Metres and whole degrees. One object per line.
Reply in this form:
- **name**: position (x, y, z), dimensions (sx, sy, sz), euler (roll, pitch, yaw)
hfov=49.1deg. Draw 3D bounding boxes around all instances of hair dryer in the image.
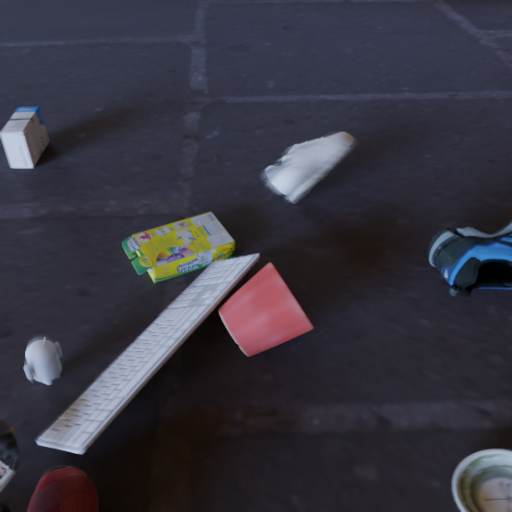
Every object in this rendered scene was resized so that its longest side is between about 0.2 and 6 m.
- **hair dryer**: position (-2.496, 2.981, 5.656), dimensions (2.575, 0.700, 1.961), euler (16, 54, 31)

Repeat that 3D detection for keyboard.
- **keyboard**: position (-1.274, 1.116, 7.542), dimensions (1.064, 0.202, 3.781), euler (-18, 23, 46)

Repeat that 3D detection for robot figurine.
- **robot figurine**: position (-2.780, 1.372, 7.331), dimensions (0.377, 0.667, 0.566), euler (14, 37, 25)

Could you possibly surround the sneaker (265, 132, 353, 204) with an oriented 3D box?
- **sneaker**: position (1.090, -1.920, 10.873), dimensions (0.839, 0.796, 2.084), euler (41, 58, 11)

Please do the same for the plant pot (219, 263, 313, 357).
- **plant pot**: position (0.097, 0.800, 7.723), dimensions (0.980, 1.108, 1.108), euler (-34, 45, 1)

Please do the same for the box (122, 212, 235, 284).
- **box**: position (-1.307, -0.129, 9.387), dimensions (1.682, 0.407, 0.987), euler (-17, 43, -23)

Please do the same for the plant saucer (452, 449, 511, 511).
- **plant saucer**: position (2.705, 2.630, 6.107), dimensions (1.066, 0.267, 1.066), euler (-9, 33, 6)

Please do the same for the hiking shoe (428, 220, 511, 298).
- **hiking shoe**: position (4.169, 0.032, 8.850), dimensions (2.710, 1.008, 1.175), euler (-14, 45, 1)

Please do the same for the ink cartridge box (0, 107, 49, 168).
- **ink cartridge box**: position (-4.876, -2.506, 11.847), dimensions (0.494, 0.855, 1.171), euler (0, 40, 1)
